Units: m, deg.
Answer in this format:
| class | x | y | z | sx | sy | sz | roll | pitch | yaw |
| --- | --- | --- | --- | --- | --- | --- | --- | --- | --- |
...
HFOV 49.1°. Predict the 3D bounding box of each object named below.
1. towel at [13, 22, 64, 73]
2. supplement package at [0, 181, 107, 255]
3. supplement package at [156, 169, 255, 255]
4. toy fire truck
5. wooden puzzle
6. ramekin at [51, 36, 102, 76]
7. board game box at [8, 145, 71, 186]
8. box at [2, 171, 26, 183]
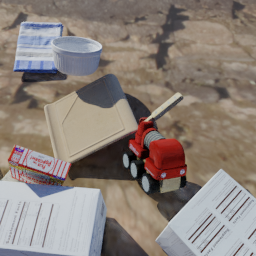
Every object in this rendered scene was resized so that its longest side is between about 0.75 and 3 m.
| class | x | y | z | sx | sy | sz | roll | pitch | yaw |
| --- | --- | --- | --- | --- | --- | --- | --- | --- | --- |
| towel | -3.180 | -2.921 | 10.014 | 1.580 | 0.256 | 2.151 | 1 | 67 | -3 |
| supplement package | -1.908 | 2.180 | 6.344 | 2.578 | 1.467 | 1.412 | 4 | 57 | 5 |
| supplement package | 2.013 | 2.479 | 5.769 | 1.656 | 2.154 | 2.252 | -39 | 69 | -20 |
| toy fire truck | 0.828 | 0.275 | 6.914 | 1.348 | 2.095 | 1.844 | -5 | 23 | -22 |
| wooden puzzle | -1.135 | -0.278 | 8.293 | 2.472 | 0.460 | 2.286 | -24 | 58 | 3 |
| ramekin | -1.582 | -2.204 | 8.627 | 1.528 | 0.802 | 1.528 | 7 | 33 | -5 |
| board game box | -2.129 | 1.036 | 6.724 | 1.279 | 1.689 | 0.391 | 20 | 62 | -9 |
| box | -2.879 | 1.185 | 7.634 | 0.482 | 0.395 | 1.016 | 32 | 63 | 7 |
